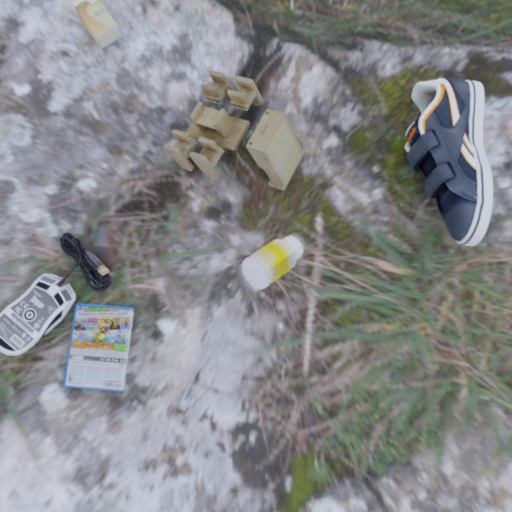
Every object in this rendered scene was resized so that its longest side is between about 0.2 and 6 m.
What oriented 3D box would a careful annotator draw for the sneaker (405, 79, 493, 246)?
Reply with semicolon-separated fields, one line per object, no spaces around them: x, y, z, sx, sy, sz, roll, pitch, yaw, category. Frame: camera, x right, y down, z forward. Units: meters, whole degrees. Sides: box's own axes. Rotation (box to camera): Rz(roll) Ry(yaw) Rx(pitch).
2.658;-1.368;7.962;1.025;1.012;2.581;6;67;-4;sneaker

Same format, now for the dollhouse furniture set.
-0.245;-1.708;8.235;1.589;1.056;1.393;23;78;27;dollhouse furniture set

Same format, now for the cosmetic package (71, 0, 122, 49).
-2.511;-3.727;8.832;0.422;0.285;0.802;-36;80;-7;cosmetic package

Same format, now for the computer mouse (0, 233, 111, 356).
-2.923;0.611;7.853;0.990;0.396;1.805;41;75;3;computer mouse

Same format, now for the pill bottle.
0.181;0.044;5.638;0.347;0.347;0.624;48;52;9;pill bottle

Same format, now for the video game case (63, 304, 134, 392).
-2.192;1.272;7.836;0.827;0.103;1.155;4;78;2;video game case
